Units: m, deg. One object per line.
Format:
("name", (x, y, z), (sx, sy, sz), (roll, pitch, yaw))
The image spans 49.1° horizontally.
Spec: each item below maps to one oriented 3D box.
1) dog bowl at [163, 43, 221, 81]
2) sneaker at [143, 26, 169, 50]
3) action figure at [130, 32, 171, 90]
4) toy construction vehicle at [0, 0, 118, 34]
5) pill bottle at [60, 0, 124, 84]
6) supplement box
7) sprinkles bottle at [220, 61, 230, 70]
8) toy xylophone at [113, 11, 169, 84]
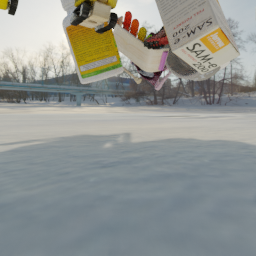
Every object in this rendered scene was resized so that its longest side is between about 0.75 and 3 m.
("dog bowl", (2.125, -2.817, 9.504), (0.738, 2.518, 2.518), (-17, 13, -35))
("sneaker", (1.093, -2.869, 8.694), (1.306, 0.638, 0.462), (-13, -17, 17))
("action figure", (1.360, -2.884, 11.731), (2.188, 1.968, 2.939), (44, 18, 11))
("toy construction vehicle", (-1.186, -2.356, 4.418), (2.288, 0.926, 2.628), (8, 4, -25))
("pill bottle", (-0.985, -2.384, 7.339), (1.231, 2.216, 1.231), (-15, 15, 4))
("supplement box", (1.443, -2.974, 6.608), (1.081, 2.941, 1.853), (-24, -20, 30))
("sprinkles bottle", (3.287, -3.647, 11.320), (0.925, 2.710, 0.925), (-8, -24, -4))
("toy xylophone", (0.228, -2.802, 10.021), (0.645, 2.568, 1.880), (-30, -21, -32))
